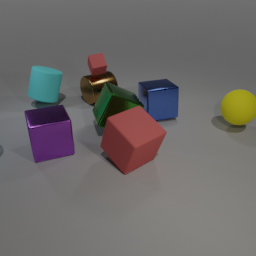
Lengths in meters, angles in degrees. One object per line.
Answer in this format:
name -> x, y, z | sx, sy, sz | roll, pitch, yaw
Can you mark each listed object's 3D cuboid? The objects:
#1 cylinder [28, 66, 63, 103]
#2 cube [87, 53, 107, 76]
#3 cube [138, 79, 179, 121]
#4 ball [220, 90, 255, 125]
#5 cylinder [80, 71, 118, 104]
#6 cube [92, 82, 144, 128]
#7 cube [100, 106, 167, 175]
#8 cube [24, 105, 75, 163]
cylinder -> -3.907, -2.073, 13.225 | 1.400, 1.400, 1.400 | 14, 17, -4
cube -> -1.420, -2.924, 12.894 | 0.700, 0.700, 0.700 | -16, 75, -16
cube -> 1.313, -1.258, 12.347 | 1.400, 1.400, 1.400 | -9, 26, -12
ball -> 4.397, -0.815, 11.085 | 1.400, 1.400, 1.400 | 0, 29, 0
cylinder -> -1.429, -1.995, 13.803 | 1.400, 1.400, 1.400 | -19, 35, -31
cube -> -0.429, -0.770, 11.144 | 1.400, 1.400, 1.400 | 19, 21, -25
cube -> 0.141, 0.372, 9.175 | 1.400, 1.400, 1.400 | -23, 57, -35
cube -> -2.786, 0.157, 9.948 | 1.400, 1.400, 1.400 | -11, 31, -20
